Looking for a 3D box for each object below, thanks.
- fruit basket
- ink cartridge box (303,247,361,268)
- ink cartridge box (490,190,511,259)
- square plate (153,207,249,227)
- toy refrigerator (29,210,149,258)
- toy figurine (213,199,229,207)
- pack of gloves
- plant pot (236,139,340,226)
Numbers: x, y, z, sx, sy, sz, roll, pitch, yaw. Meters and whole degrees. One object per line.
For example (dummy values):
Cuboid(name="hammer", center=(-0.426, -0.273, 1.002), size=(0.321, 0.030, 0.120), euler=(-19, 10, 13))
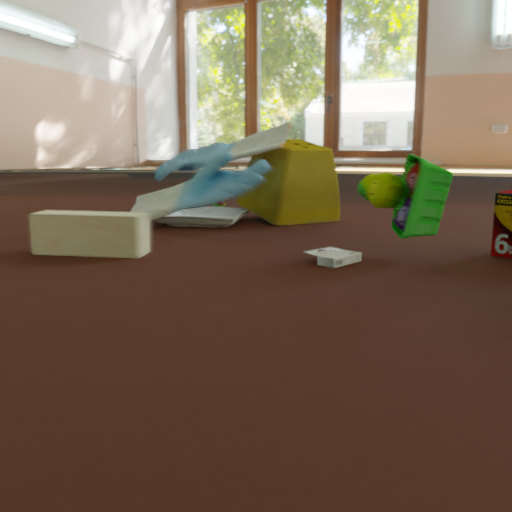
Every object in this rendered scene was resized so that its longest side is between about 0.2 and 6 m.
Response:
Cuboid(name="fruit basket", center=(2.458, -1.056, 9.558), size=(1.465, 1.465, 1.057), euler=(0, 16, 1))
Cuboid(name="ink cartridge box", center=(1.263, 0.019, 9.302), size=(0.757, 0.169, 0.667), euler=(-10, 16, -43))
Cuboid(name="ink cartridge box", center=(4.906, -0.659, 9.261), size=(1.721, 1.511, 0.722), euler=(10, 15, 43))
Cuboid(name="square plate", center=(-1.321, -0.977, 13.912), size=(2.043, 0.293, 2.062), euler=(2, 12, 10))
Cuboid(name="toy refrigerator", center=(-2.923, -0.401, 9.953), size=(1.956, 0.743, 0.684), euler=(1, 11, 7))
Cuboid(name="toy figurine", center=(-0.859, -1.744, 15.711), size=(0.715, 0.583, 0.777), euler=(-35, 32, 28))
Cuboid(name="pack of gloves", center=(-1.287, -2.203, 13.260), size=(3.817, 0.753, 3.207), euler=(-12, 34, 23))
Cuboid(name="plant pot", center=(0.898, -1.963, 14.186), size=(2.015, 1.777, 2.015), euler=(-5, 24, -31))
